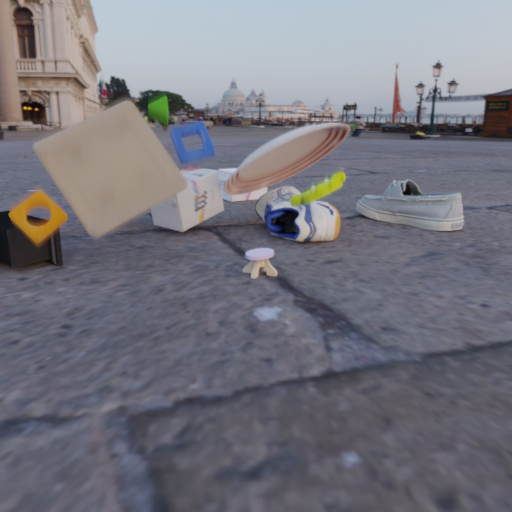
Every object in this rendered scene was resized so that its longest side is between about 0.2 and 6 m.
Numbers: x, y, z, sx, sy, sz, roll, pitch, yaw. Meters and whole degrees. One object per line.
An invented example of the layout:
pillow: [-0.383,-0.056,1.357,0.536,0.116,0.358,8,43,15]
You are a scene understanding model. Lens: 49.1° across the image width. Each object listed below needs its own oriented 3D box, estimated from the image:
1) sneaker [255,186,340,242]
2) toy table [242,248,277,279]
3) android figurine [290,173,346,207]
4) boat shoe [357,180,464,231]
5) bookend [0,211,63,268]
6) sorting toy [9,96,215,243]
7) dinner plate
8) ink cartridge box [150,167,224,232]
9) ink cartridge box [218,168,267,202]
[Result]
sneaker: [0.560,-0.885,11.555,1.112,0.949,2.522,-9,17,-32]
toy table: [0.051,0.115,8.892,0.583,0.371,0.634,10,17,34]
android figurine: [1.057,-1.110,9.499,1.009,0.228,1.108,-28,4,-3]
boat shoe: [3.498,-1.261,12.855,0.974,0.994,2.792,-12,19,-37]
bookend: [-4.362,-0.165,9.196,1.643,0.757,1.633,13,21,37]
sorting toy: [-2.206,-1.312,8.512,3.211,1.808,0.437,-32,-11,-20]
dinner plate: [0.609,-2.169,12.203,3.015,0.365,3.015,-26,-6,-3]
ink cartridge box: [-1.502,-1.223,11.877,0.949,0.945,1.306,14,33,38]
ink cartridge box: [-0.475,-2.072,16.198,1.360,0.852,0.874,-9,17,-29]
